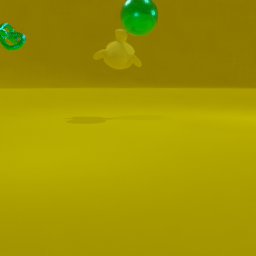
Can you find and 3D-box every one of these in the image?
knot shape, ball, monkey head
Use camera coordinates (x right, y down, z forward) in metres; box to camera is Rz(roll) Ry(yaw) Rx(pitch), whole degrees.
[{"bbox_3d":[-3.757,-2.858,8.845,1.117,0.552,1.194,35,26,13],"label":"knot shape"},{"bbox_3d":[0.400,-4.012,10.037,1.375,1.375,1.375,0,9,0],"label":"ball"},{"bbox_3d":[-0.347,-3.036,11.019,1.930,1.163,1.389,10,-34,2],"label":"monkey head"}]
